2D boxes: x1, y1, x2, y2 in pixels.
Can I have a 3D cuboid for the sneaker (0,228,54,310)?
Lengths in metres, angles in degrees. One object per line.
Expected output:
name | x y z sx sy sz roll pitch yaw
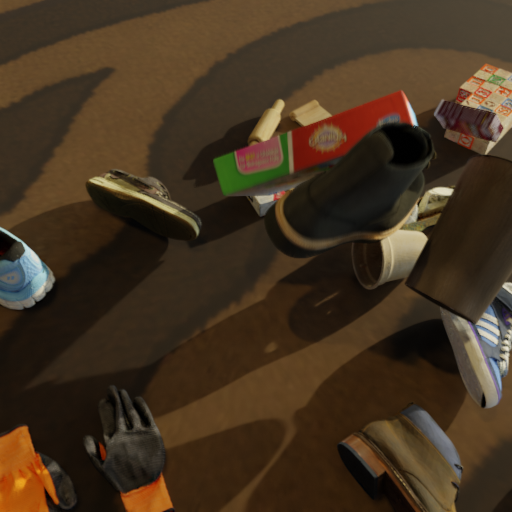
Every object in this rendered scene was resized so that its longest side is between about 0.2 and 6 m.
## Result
sneaker | -4.661 -0.280 9.087 2.973 1.337 1.165 19 52 15

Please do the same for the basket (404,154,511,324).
basket | 3.044 -0.164 7.770 1.333 1.768 1.961 31 93 22

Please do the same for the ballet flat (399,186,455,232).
ballet flat | 2.901 -0.809 9.975 2.041 0.721 0.721 -17 52 -14

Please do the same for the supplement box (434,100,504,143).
supplement box | 3.428 -2.177 9.043 0.967 0.526 0.294 30 93 40

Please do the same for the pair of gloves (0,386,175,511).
pair of gloves | -2.282 2.781 7.198 2.234 0.276 1.991 -20 52 -17

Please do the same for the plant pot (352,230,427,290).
plant pot | 2.243 -0.025 9.167 0.983 1.074 1.074 -4 49 -17

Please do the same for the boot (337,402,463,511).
boot | 2.251 2.874 6.684 1.224 0.944 2.526 -31 54 -21

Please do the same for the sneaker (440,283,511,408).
sneaker | 3.631 1.172 8.106 1.468 0.808 2.005 -9 43 5

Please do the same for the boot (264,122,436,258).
boot | 1.894 -1.075 7.557 3.194 2.209 1.237 -28 82 -40

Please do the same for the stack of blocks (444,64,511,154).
stack of blocks | 4.912 -3.175 12.005 1.254 0.638 2.178 33 58 25

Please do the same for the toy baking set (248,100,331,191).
toy baking set | 1.029 -2.206 11.357 2.480 0.376 3.231 19 52 16

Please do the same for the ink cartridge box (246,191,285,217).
ink cartridge box | 0.155 -1.180 10.520 0.575 0.327 0.789 -19 52 -16

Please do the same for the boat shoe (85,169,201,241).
boat shoe | -1.944 -1.029 10.027 2.437 0.892 0.790 24 59 19

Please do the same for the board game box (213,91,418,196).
board game box | 1.043 -1.592 8.589 2.795 2.138 0.564 -16 90 20
